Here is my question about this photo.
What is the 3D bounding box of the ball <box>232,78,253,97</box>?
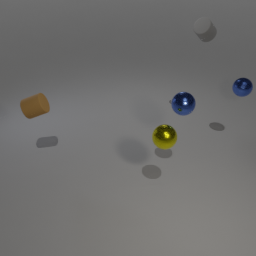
[{"bbox_3d":[4.181,-1.488,10.231,0.700,0.700,0.700,0,30,0],"label":"ball"}]

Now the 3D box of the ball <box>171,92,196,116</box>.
[{"bbox_3d":[1.617,-0.708,8.172,0.700,0.700,0.700,0,30,0],"label":"ball"}]

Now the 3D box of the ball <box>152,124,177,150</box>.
[{"bbox_3d":[1.014,0.248,7.752,0.700,0.700,0.700,0,30,0],"label":"ball"}]

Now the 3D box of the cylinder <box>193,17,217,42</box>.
[{"bbox_3d":[2.980,-3.795,10.827,0.700,0.700,0.700,27,4,38],"label":"cylinder"}]

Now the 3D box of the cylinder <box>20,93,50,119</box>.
[{"bbox_3d":[-3.096,-0.736,9.356,0.700,0.700,0.700,-19,29,9],"label":"cylinder"}]
